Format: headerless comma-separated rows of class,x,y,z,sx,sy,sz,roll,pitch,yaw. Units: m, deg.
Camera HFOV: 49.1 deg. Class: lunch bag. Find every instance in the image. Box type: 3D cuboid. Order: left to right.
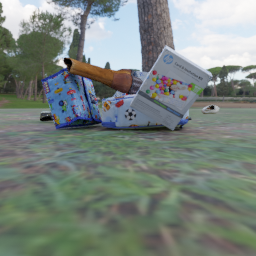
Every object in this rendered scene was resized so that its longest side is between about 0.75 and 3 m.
lunch bag,-1.425,-0.789,8.238,0.897,1.436,1.908,-20,-6,21
lunch bag,0.559,-0.452,7.947,2.490,0.941,1.995,0,2,7

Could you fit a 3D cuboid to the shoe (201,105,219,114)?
shoe,3.159,-0.706,10.543,0.902,0.315,0.241,-12,-29,-33

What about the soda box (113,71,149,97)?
soda box,0.221,-1.032,10.003,0.980,0.910,2.870,2,-13,-20

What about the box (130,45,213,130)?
box,0.935,-0.852,6.302,1.207,1.548,0.319,29,27,-8

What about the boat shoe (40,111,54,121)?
boat shoe,-2.822,-0.434,10.615,1.159,0.349,0.413,-2,-30,21

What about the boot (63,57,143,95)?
boot,-0.836,-1.539,8.093,2.131,0.730,2.006,13,23,-22
